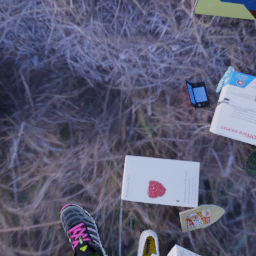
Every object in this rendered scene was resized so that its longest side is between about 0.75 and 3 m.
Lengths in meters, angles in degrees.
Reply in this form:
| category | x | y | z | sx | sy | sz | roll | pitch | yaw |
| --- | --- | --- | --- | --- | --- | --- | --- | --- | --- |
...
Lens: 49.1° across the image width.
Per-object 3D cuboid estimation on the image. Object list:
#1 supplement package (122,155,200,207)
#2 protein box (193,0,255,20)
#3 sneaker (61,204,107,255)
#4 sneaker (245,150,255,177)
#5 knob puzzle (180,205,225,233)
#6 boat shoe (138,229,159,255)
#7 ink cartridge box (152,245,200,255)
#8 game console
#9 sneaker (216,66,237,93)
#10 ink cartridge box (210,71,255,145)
| category | x | y | z | sx | sy | sz | roll | pitch | yaw |
| --- | --- | --- | --- | --- | --- | --- | --- | --- | --- |
| supplement package | 1.025 | 1.782 | 9.325 | 2.360 | 1.413 | 1.431 | 5 | 78 | 1 |
| protein box | 4.070 | -5.963 | 10.770 | 2.627 | 1.785 | 2.647 | 7 | 78 | 1 |
| sneaker | -1.402 | 3.708 | 9.028 | 1.000 | 1.186 | 2.711 | -27 | 79 | -6 |
| sneaker | 4.776 | 0.948 | 9.876 | 0.693 | 0.756 | 1.776 | 32 | 97 | 35 |
| knob puzzle | 2.443 | 2.874 | 9.235 | 1.606 | 1.606 | 0.223 | -12 | 42 | -2 |
| boat shoe | 0.665 | 4.560 | 9.033 | 0.836 | 0.824 | 2.359 | 6 | 78 | 1 |
| ink cartridge box | 1.567 | 3.767 | 7.037 | 1.949 | 1.141 | 0.656 | 25 | 114 | -4 |
| game console | 2.587 | -1.285 | 10.395 | 0.867 | 0.597 | 1.006 | -10 | 79 | -2 |
| sneaker | 3.896 | -1.676 | 10.547 | 0.829 | 0.461 | 1.185 | 33 | 81 | 7 |
| ink cartridge box | 4.017 | -0.672 | 9.865 | 1.620 | 0.936 | 2.220 | 17 | 93 | 4 |
